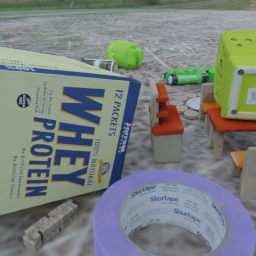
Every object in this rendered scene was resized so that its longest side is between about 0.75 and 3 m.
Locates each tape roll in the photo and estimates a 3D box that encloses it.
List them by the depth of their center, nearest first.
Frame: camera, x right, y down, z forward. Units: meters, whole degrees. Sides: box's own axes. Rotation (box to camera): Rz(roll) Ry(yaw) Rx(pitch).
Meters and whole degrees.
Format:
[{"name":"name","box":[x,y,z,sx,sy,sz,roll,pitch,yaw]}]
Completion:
[{"name":"tape roll","box":[0.515,1.368,3.482,1.863,0.792,1.863,1,27,0]}]

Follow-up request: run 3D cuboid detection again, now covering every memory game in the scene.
[{"name":"memory game","box":[2.240,-0.642,8.148,2.039,0.130,2.039,0,28,0]}]

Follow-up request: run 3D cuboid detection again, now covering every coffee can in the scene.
[{"name":"coffee can","box":[-1.045,-1.993,9.947,1.216,0.890,0.890,5,27,10]}]

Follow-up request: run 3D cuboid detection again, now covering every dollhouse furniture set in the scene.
[{"name":"dollhouse furniture set","box":[1.874,-0.164,5.569,2.861,1.490,2.893,-2,30,0]}]

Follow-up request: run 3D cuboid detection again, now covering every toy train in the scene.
[{"name":"toy train","box":[2.505,-1.893,10.233,2.519,0.526,0.710,-7,38,-12]}]

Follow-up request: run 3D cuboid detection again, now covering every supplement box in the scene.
[{"name":"supplement box","box":[-1.850,-0.258,4.738,2.838,1.905,2.835,-5,23,-43]}]

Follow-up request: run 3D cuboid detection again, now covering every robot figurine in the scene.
[{"name":"robot figurine","box":[-0.167,-3.181,12.095,1.629,1.074,1.857,-22,34,-37]}]

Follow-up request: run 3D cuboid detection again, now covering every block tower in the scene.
[{"name":"block tower","box":[-1.083,1.382,4.065,0.250,0.234,0.865,18,33,30]}]

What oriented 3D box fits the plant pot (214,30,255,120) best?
[{"name":"plant pot","box":[2.465,-0.932,5.343,1.477,1.469,1.340,4,36,12]}]
